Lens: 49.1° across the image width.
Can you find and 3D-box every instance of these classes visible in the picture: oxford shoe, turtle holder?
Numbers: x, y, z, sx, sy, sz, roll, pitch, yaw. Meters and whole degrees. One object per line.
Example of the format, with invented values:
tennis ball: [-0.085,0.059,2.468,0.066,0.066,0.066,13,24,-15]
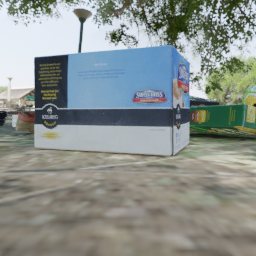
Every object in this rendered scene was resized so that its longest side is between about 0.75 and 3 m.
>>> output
oxford shoe: [-2.496,-0.114,7.590,0.478,0.508,1.358,32,10,27]
turtle holder: [5.905,-1.114,12.190,2.599,1.975,1.846,10,10,10]

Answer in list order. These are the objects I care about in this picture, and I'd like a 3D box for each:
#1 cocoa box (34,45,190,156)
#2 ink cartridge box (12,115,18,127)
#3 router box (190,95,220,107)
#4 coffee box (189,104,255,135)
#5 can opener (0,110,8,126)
cocoa box: [-0.189,-0.403,4.453,2.168,1.422,1.446,1,3,21]
ink cartridge box: [-3.744,-0.264,10.728,0.788,0.475,1.085,2,5,25]
router box: [1.515,-0.714,9.617,2.188,0.907,2.920,19,15,36]
coffee box: [2.073,-0.159,6.419,1.383,0.495,2.249,10,-5,-34]
can opener: [-5.732,-0.313,11.370,0.548,0.680,1.729,12,18,33]
